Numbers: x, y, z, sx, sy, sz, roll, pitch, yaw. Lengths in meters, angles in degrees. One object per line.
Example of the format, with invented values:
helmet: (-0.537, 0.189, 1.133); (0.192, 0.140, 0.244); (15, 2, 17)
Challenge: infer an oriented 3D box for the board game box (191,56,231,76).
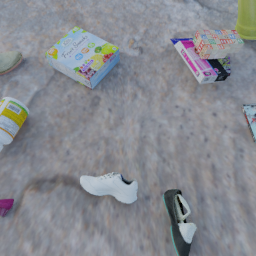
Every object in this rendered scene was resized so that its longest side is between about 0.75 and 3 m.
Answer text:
board game box: (3.497, -2.693, 11.841); (1.602, 0.259, 0.961); (7, 65, 4)

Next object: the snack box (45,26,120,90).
snack box: (-1.857, -2.962, 11.653); (2.366, 0.801, 1.995); (30, 65, 17)

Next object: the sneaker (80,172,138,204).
sneaker: (-0.579, 1.744, 8.887); (1.912, 0.833, 0.712); (12, 17, 1)

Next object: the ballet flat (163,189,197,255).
ballet flat: (1.578, 2.781, 8.371); (0.704, 0.700, 2.058); (-33, 56, 32)

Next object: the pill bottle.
pill bottle: (-4.402, -0.075, 9.883); (1.035, 1.035, 1.864); (17, 63, 10)

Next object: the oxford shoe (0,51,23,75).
oxford shoe: (-5.534, -2.677, 11.433); (2.418, 0.892, 0.856); (-28, 64, -15)

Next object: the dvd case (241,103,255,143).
dvd case: (5.048, -0.239, 10.472); (1.168, 0.176, 1.600); (-5, 60, -3)

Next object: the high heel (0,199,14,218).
high heel: (-4.299, 2.270, 8.892); (1.310, 0.442, 0.630); (28, 73, -1)

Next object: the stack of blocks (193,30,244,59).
stack of blocks: (3.645, -3.348, 11.178); (1.829, 0.536, 1.053); (-7, 61, -17)

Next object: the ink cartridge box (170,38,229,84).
ink cartridge box: (2.863, -2.932, 11.435); (1.266, 0.496, 2.674); (-10, 57, -26)

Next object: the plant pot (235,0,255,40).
plant pot: (5.524, -5.271, 11.739); (2.300, 2.115, 2.300); (-17, 42, 16)
